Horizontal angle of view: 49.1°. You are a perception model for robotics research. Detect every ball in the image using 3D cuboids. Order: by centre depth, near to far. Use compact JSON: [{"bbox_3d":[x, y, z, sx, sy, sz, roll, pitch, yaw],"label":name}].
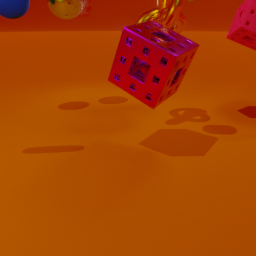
[{"bbox_3d":[-3.611,-3.948,8.558,1.155,1.155,1.155,0,21,0],"label":"ball"},{"bbox_3d":[-2.084,-4.254,9.322,1.189,1.189,1.189,0,21,0],"label":"ball"}]

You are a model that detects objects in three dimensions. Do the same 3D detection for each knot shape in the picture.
[{"bbox_3d":[0.892,-2.789,7.856,0.961,2.079,1.946,27,69,14],"label":"knot shape"}]

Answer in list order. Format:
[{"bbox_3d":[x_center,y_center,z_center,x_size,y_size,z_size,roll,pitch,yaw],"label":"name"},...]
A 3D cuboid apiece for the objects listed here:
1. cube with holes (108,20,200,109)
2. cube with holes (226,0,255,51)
[{"bbox_3d":[0.567,-1.472,6.326,1.286,1.286,1.286,34,39,16],"label":"cube with holes"},{"bbox_3d":[3.730,-3.069,8.218,1.027,1.027,1.027,22,0,-2],"label":"cube with holes"}]
